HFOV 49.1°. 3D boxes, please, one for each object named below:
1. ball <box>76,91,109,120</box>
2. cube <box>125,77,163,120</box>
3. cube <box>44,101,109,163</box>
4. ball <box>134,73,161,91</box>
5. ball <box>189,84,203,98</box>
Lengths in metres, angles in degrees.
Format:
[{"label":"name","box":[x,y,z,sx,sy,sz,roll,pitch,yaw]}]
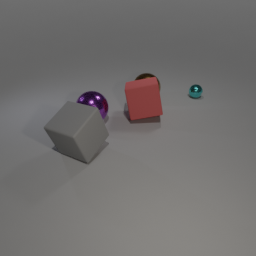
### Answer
[{"label":"ball","box":[-1.520,-0.867,11.853,1.400,1.400,1.400,0,30,0]},{"label":"cube","box":[0.679,-1.306,12.230,1.400,1.400,1.400,-10,21,5]},{"label":"cube","box":[-1.746,0.116,9.767,1.400,1.400,1.400,15,54,30]},{"label":"ball","box":[0.916,-2.011,13.856,1.400,1.400,1.400,0,30,0]},{"label":"ball","box":[3.480,-1.889,14.380,0.700,0.700,0.700,0,30,0]}]
